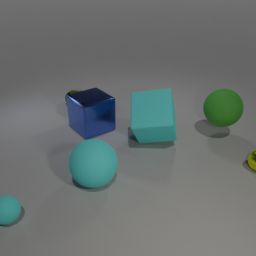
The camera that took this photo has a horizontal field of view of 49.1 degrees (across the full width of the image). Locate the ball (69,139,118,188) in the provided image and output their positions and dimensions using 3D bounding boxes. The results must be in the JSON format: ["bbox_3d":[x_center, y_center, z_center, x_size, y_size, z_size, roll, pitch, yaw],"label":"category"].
[{"bbox_3d":[-1.003,1.016,8.115,1.400,1.400,1.400,0,29,0],"label":"ball"}]

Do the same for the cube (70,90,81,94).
[{"bbox_3d":[-2.118,-1.306,12.584,0.700,0.700,0.700,8,4,37],"label":"cube"}]

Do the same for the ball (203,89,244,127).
[{"bbox_3d":[3.497,-0.740,10.308,1.400,1.400,1.400,0,29,0],"label":"ball"}]

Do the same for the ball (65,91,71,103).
[{"bbox_3d":[-2.615,-1.393,13.188,0.700,0.700,0.700,0,29,0],"label":"ball"}]

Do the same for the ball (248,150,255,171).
[{"bbox_3d":[4.140,1.020,8.797,0.700,0.700,0.700,0,29,0],"label":"ball"}]

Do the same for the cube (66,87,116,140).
[{"bbox_3d":[-1.440,-0.611,11.035,1.400,1.400,1.400,-20,36,-32],"label":"cube"}]

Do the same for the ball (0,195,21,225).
[{"bbox_3d":[-3.029,2.030,6.947,0.700,0.700,0.700,0,29,0],"label":"ball"}]

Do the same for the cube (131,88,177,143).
[{"bbox_3d":[0.926,-0.383,9.891,1.400,1.400,1.400,-5,65,13],"label":"cube"}]
